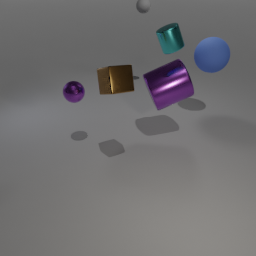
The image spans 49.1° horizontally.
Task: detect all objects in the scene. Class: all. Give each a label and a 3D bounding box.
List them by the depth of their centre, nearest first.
[{"bbox_3d":[-0.330,-1.270,7.401,0.700,0.700,0.700,-12,11,-31],"label":"cube"},{"bbox_3d":[1.288,-2.718,8.512,0.700,0.700,0.700,-20,29,11],"label":"cylinder"},{"bbox_3d":[-1.731,-1.154,8.958,0.700,0.700,0.700,0,28,0],"label":"ball"},{"bbox_3d":[1.416,-1.519,9.903,1.400,1.400,1.400,-23,29,5],"label":"cylinder"},{"bbox_3d":[3.373,-2.929,11.270,1.400,1.400,1.400,0,28,0],"label":"ball"},{"bbox_3d":[0.740,-5.862,13.411,0.700,0.700,0.700,0,28,0],"label":"ball"}]
